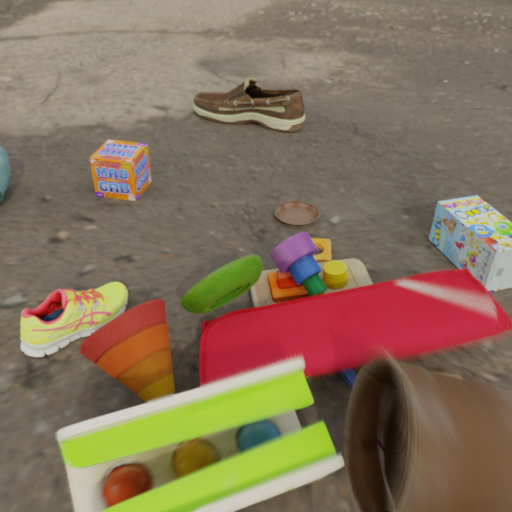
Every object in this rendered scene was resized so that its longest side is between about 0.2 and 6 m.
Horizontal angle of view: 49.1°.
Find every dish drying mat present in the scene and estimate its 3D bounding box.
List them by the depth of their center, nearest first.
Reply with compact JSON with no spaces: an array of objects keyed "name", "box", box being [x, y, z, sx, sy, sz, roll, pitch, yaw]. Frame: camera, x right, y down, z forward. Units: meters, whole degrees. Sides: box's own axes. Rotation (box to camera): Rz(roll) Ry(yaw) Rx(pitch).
[{"name":"dish drying mat","box":[1.220,0.974,7.872,4.107,0.374,1.577,-11,31,2]}]

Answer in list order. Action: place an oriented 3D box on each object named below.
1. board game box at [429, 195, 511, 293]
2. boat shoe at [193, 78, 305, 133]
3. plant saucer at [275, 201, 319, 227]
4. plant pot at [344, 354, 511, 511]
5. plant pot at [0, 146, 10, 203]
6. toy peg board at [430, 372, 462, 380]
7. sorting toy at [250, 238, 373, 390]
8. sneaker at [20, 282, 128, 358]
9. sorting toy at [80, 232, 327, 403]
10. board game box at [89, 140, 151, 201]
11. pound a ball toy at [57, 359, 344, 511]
[{"name":"board game box","box":[4.023,-0.255,10.065,0.885,0.901,1.718,-10,38,-15]},{"name":"boat shoe","box":[-0.208,-4.344,15.465,3.303,1.222,1.220,12,37,16]},{"name":"plant saucer","box":[0.841,-0.829,11.501,0.917,0.168,0.917,-1,36,0]},{"name":"plant pot","box":[1.997,1.989,5.871,1.674,1.691,1.691,10,35,-10]},{"name":"plant pot","box":[-5.813,-1.551,11.604,1.484,1.484,0.994,-16,66,-21]},{"name":"toy peg board","box":[2.181,2.024,7.332,1.123,0.549,1.119,7,20,4]},{"name":"sorting toy","box":[1.007,0.636,9.159,2.140,0.518,3.801,-4,36,-6]},{"name":"sneaker","box":[-2.777,0.806,8.659,0.724,0.836,1.851,26,42,33]},{"name":"sorting toy","box":[-0.429,0.964,8.066,3.924,1.361,1.351,-25,77,-29]},{"name":"board game box","box":[-2.945,-1.879,12.284,0.946,0.946,0.947,8,37,9]},{"name":"pound a ball toy","box":[-0.714,2.643,5.983,3.248,1.380,2.118,-13,66,-20]}]
